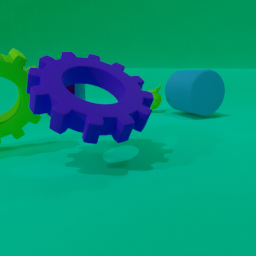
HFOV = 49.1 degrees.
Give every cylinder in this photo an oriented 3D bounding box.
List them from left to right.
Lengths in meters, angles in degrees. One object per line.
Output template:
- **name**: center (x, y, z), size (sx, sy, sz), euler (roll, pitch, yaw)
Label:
- **cylinder**: center (2.091, -1.158, 8.899), size (1.362, 1.362, 1.362), euler (-6, 13, -24)

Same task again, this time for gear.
- **gear**: center (-2.398, -0.530, 4.931), size (1.848, 1.848, 0.342), euler (-8, 37, -32)
- **gear**: center (-0.589, -0.582, 4.641), size (2.017, 0.373, 2.017), euler (13, 38, -11)

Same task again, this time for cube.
- **cube**: center (-2.358, -1.319, 9.942), size (1.380, 1.380, 1.380), euler (2, 13, 7)

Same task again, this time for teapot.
- **teapot**: center (0.873, -1.006, 9.544), size (0.675, 1.086, 0.532), euler (29, -16, -21)

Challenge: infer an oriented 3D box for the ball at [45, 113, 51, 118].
- **ball**: center (-2.082, -0.694, 8.190), size (0.867, 0.867, 0.867), euler (0, 13, 0)
